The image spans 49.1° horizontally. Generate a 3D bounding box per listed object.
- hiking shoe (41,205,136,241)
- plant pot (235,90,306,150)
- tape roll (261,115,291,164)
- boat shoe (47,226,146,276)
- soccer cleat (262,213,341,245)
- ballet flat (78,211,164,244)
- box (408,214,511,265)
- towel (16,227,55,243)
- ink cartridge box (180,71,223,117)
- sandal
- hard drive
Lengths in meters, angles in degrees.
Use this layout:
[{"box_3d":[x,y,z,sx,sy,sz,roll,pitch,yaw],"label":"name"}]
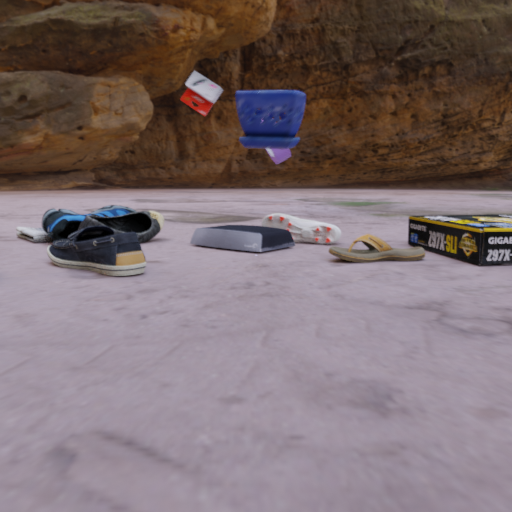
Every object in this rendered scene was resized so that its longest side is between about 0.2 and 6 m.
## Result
[{"box_3d":[-3.761,-0.616,13.179,2.342,0.871,1.016,-7,31,-29],"label":"hiking shoe"},{"box_3d":[0.197,-1.760,7.266,0.800,0.719,0.800,4,13,12],"label":"plant pot"},{"box_3d":[0.387,-2.950,14.082,0.412,1.254,1.254,-30,11,-1],"label":"tape roll"},{"box_3d":[-2.805,-0.155,9.731,2.468,0.768,0.921,6,12,43],"label":"boat shoe"},{"box_3d":[1.063,-0.589,13.169,1.902,0.659,0.738,11,7,21],"label":"soccer cleat"},{"box_3d":[-2.942,-0.689,12.737,0.818,0.700,2.463,41,31,19],"label":"ballet flat"},{"box_3d":[4.817,-0.393,11.421,2.381,0.736,2.981,-3,9,-9],"label":"box"},{"box_3d":[-4.996,-0.591,14.053,1.677,0.301,1.741,-7,10,-37],"label":"towel"},{"box_3d":[-1.488,-4.279,14.758,0.966,0.839,0.210,37,5,21],"label":"ink cartridge box"},{"box_3d":[2.279,-0.169,10.601,1.887,0.510,0.758,-1,9,-7],"label":"sandal"},{"box_3d":[-0.319,-0.409,12.398,2.049,0.434,1.382,7,11,39],"label":"hard drive"}]
